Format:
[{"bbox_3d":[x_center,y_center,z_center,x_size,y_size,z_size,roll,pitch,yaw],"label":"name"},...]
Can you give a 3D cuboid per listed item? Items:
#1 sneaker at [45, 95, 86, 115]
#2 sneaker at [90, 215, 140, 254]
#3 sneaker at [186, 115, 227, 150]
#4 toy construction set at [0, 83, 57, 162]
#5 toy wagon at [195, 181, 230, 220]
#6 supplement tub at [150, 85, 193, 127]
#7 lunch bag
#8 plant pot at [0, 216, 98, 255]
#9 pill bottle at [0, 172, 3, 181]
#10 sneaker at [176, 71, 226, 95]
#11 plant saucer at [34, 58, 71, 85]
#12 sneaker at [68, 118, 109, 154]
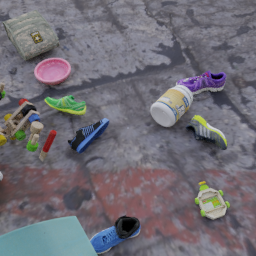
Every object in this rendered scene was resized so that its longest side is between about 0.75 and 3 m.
[{"bbox_3d":[-2.398,-0.960,10.898,1.644,0.609,0.687,14,90,4],"label":"sneaker"},{"bbox_3d":[-0.400,2.981,7.909,1.619,0.901,0.621,-17,55,-12],"label":"sneaker"},{"bbox_3d":[2.828,0.275,10.170,0.707,0.645,1.746,-36,53,-16],"label":"sneaker"},{"bbox_3d":[-4.143,0.335,9.627,2.928,2.250,2.442,31,27,1],"label":"toy construction set"},{"bbox_3d":[2.594,2.258,8.869,0.923,0.235,1.190,-15,54,-11],"label":"toy wagon"},{"bbox_3d":[1.689,-0.860,10.656,1.074,1.074,1.485,34,61,23],"label":"supplement tub"},{"bbox_3d":[-4.469,-4.261,13.070,1.809,1.297,2.206,-31,64,-20],"label":"lunch bag"},{"bbox_3d":[-2.277,3.587,6.831,2.893,2.045,2.044,-24,57,-25],"label":"plant pot"},{"bbox_3d":[-4.987,2.047,8.394,1.257,1.257,2.259,20,57,14],"label":"pill bottle"},{"bbox_3d":[3.039,-1.999,11.627,2.106,0.879,0.849,-9,54,-6],"label":"sneaker"},{"bbox_3d":[-3.264,-2.428,12.246,1.556,0.394,1.556,0,53,0],"label":"plant saucer"},{"bbox_3d":[-1.428,0.137,10.210,0.668,0.602,1.716,37,63,15],"label":"sneaker"}]
